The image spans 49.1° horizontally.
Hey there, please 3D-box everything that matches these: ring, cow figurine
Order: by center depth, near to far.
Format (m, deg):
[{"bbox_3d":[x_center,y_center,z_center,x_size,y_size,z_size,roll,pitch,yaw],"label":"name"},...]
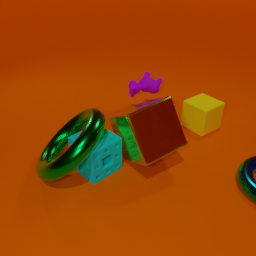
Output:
[{"bbox_3d":[3.258,1.168,6.047,1.724,0.345,1.724,0,32,0],"label":"ring"},{"bbox_3d":[-1.298,0.336,6.338,2.011,0.402,2.011,-36,25,19],"label":"ring"},{"bbox_3d":[0.508,-1.249,8.586,0.952,0.522,0.936,25,67,2],"label":"cow figurine"}]

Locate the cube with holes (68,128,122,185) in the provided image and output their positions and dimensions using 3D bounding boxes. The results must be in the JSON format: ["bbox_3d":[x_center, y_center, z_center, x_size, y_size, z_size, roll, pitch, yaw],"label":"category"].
[{"bbox_3d":[-0.744,0.578,6.495,0.864,0.864,0.864,-27,41,-36],"label":"cube with holes"}]

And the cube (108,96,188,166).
[{"bbox_3d":[0.430,0.052,6.419,1.159,1.159,1.159,-25,10,-21],"label":"cube"}]

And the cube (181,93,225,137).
[{"bbox_3d":[2.139,-0.396,8.082,0.830,0.830,0.830,-22,38,-31],"label":"cube"}]
